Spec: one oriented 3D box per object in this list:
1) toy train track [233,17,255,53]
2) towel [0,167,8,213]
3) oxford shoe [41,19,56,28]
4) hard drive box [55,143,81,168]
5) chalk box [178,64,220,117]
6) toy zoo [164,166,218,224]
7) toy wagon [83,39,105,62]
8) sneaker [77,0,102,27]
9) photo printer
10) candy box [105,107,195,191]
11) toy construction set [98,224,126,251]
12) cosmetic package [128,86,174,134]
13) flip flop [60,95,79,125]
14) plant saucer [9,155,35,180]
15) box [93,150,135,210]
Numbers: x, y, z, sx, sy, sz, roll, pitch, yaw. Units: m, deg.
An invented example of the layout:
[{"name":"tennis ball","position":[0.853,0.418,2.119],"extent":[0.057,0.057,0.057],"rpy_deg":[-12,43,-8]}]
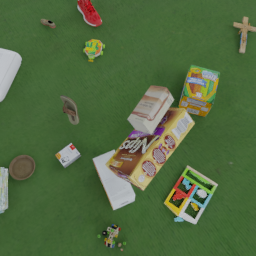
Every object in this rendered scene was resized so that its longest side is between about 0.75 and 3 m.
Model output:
[{"name":"toy train track","position":[5.535,-4.433,13.489],"extent":[1.151,0.327,2.007],"rpy_deg":[13,72,-2]},{"name":"towel","position":[-5.395,2.375,10.277],"extent":[1.956,0.471,1.674],"rpy_deg":[-9,63,-4]},{"name":"oxford shoe","position":[-3.960,-5.243,13.822],"extent":[0.852,0.319,0.300],"rpy_deg":[24,68,10]},{"name":"hard drive box","position":[-2.341,1.071,10.946],"extent":[0.778,0.299,0.606],"rpy_deg":[-38,72,-16]},{"name":"chalk box","position":[2.976,-1.716,11.691],"extent":[1.268,1.259,2.032],"rpy_deg":[15,67,6]},{"name":"toy zoo","position":[2.252,2.553,10.315],"extent":[1.323,0.206,2.016],"rpy_deg":[33,69,14]},{"name":"toy wagon","position":[-1.616,-3.639,13.137],"extent":[0.911,0.232,1.174],"rpy_deg":[9,66,5]},{"name":"sneaker","position":[-1.971,-5.888,13.691],"extent":[0.738,1.088,1.884],"rpy_deg":[-37,70,-15]},{"name":"photo printer","position":[-6.079,-2.307,12.164],"extent":[2.107,0.879,2.532],"rpy_deg":[12,67,4]},{"name":"candy box","position":[0.614,0.466,8.073],"extent":[2.466,1.439,0.696],"rpy_deg":[-51,119,-16]},{"name":"toy construction set","position":[-0.468,3.737,9.493],"extent":[0.787,0.725,0.944],"rpy_deg":[-40,72,-16]},{"name":"cosmetic package","position":[0.630,-0.515,7.668],"extent":[0.642,0.542,1.242],"rpy_deg":[15,65,44]},{"name":"flip flop","position":[-1.490,-0.418,7.085],"extent":[0.392,0.966,0.278],"rpy_deg":[19,50,23]},{"name":"plant saucer","position":[-4.075,1.529,10.822],"extent":[0.997,0.147,0.997],"rpy_deg":[0,66,-1]},{"name":"box","position":[-0.505,1.886,10.115],"extent":[0.877,1.119,1.800],"rpy_deg":[-22,67,-10]}]
